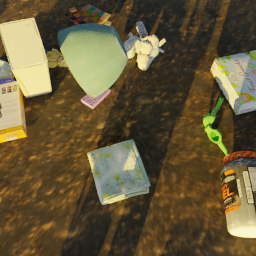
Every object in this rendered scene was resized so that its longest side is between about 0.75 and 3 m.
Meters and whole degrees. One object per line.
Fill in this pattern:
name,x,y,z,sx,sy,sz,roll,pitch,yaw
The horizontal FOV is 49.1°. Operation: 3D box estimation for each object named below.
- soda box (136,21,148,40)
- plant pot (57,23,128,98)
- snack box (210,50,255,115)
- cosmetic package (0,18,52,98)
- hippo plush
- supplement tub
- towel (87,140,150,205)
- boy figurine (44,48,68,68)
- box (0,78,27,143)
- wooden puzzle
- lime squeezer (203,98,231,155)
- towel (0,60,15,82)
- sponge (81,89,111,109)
soda box,0.636,-4.414,12.724,0.288,0.310,0.909,-13,60,-8
plant pot,-0.998,-2.580,9.804,1.719,2.552,2.552,-25,60,11
snack box,4.638,-1.819,10.875,1.968,0.790,2.334,-12,59,-9
cosmetic package,-3.338,-2.204,9.503,1.074,2.939,1.521,-17,83,-14
hippo plush,0.517,-3.415,11.496,1.405,1.392,1.747,32,64,17
supplement tub,3.529,1.932,8.272,1.394,1.394,2.276,2,58,1
towel,-0.315,1.403,9.135,1.655,0.466,1.934,-14,60,-9
boy figurine,-3.230,-2.914,11.693,1.732,0.558,1.077,22,59,16
box,-4.702,-0.698,10.378,1.573,0.548,2.642,-13,57,-8
wooden puzzle,-1.806,-5.230,13.300,2.339,0.164,1.387,33,64,18
lime squeezer,3.212,0.090,10.011,1.031,0.551,2.919,16,53,-28
towel,-5.199,-2.300,11.462,1.228,0.296,1.051,21,62,12
sponge,-1.243,-1.263,10.914,0.599,0.160,1.074,34,65,19
